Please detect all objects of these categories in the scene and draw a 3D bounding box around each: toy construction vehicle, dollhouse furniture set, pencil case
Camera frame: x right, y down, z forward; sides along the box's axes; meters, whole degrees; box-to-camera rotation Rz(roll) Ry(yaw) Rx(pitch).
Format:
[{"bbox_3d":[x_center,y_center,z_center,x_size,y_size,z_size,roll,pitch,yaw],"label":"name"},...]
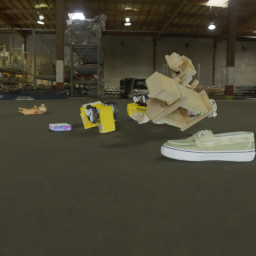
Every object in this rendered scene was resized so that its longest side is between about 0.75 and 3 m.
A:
[{"bbox_3d":[-0.228,-0.411,8.949,2.608,1.055,2.996,-15,9,-20],"label":"toy construction vehicle"},{"bbox_3d":[0.884,-1.143,7.434,2.190,1.937,1.218,14,-40,-43],"label":"dollhouse furniture set"},{"bbox_3d":[3.175,-0.930,13.144,0.774,0.890,1.990,-36,23,-24],"label":"pencil case"}]

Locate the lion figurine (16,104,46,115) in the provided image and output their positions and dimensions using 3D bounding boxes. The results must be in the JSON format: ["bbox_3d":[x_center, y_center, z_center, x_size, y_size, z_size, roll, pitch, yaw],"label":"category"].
[{"bbox_3d":[-4.841,-0.853,14.085,1.398,0.507,0.856,-19,23,-25],"label":"lion figurine"}]

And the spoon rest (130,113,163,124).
[{"bbox_3d":[0.749,-0.558,10.831,0.995,0.607,2.002,-4,9,-28],"label":"spoon rest"}]

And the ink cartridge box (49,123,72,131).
[{"bbox_3d":[-1.995,-0.023,8.289,0.493,0.173,0.825,-4,5,-27],"label":"ink cartridge box"}]

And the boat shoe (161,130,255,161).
[{"bbox_3d":[1.322,0.270,4.691,1.531,0.475,0.551,0,7,3],"label":"boat shoe"}]
